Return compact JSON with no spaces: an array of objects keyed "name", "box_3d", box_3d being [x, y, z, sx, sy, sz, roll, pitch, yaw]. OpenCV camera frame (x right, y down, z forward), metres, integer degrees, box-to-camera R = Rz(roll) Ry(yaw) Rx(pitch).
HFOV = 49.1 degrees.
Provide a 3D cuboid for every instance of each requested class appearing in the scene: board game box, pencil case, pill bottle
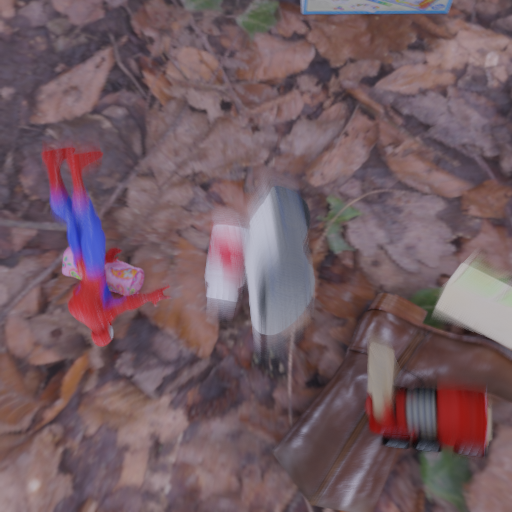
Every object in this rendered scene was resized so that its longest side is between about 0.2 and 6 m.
[{"name":"board game box","box_3d":[2.453,-5.601,10.751,3.036,2.041,0.520,0,68,-1]},{"name":"pencil case","box_3d":[-2.537,0.270,9.228,1.338,0.585,0.585,19,69,8]},{"name":"pill bottle","box_3d":[-0.467,0.125,9.079,0.658,0.658,1.172,9,85,3]}]

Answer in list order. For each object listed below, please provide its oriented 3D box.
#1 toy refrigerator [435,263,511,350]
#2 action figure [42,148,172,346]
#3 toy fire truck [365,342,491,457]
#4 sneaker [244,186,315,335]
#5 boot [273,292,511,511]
[{"name":"toy refrigerator","box_3d":[3.584,0.819,8.002,1.769,0.619,0.671,30,36,23]},{"name":"action figure","box_3d":[-2.186,-0.115,8.400,0.975,2.987,1.478,15,24,36]},{"name":"toy fire truck","box_3d":[1.999,1.786,6.899,1.451,1.649,1.061,-4,66,32]},{"name":"sneaker","box_3d":[0.252,0.134,8.275,0.896,1.047,2.405,25,50,-21]},{"name":"boot","box_3d":[2.230,2.512,8.043,3.058,1.054,3.282,27,68,23]}]
